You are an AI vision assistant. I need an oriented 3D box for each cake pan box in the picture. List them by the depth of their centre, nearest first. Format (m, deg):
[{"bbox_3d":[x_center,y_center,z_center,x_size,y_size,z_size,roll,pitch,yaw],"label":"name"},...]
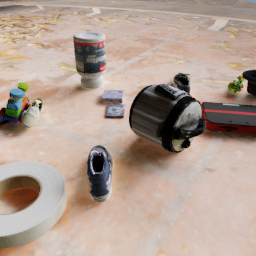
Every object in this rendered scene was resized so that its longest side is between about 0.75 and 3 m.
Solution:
[{"bbox_3d":[-0.738,-1.553,13.629,1.062,0.278,0.978,1,31,2],"label":"cake pan box"}]

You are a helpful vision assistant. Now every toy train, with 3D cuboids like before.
[{"bbox_3d":[-4.615,-1.396,12.151,1.011,1.382,2.388,19,32,-10],"label":"toy train"}]

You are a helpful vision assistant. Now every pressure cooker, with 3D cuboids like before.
[{"bbox_3d":[1.528,-0.290,10.037,2.427,2.168,2.135,27,71,35],"label":"pressure cooker"}]

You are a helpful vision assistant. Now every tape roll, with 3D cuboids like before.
[{"bbox_3d":[-3.183,2.015,7.904,2.871,0.525,2.871,0,34,0],"label":"tape roll"}]

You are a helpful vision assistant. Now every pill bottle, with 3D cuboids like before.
[{"bbox_3d":[-1.902,-3.445,14.351,1.575,2.634,1.575,0,33,0],"label":"pill bottle"}]

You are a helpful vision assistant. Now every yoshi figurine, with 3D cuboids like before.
[{"bbox_3d":[5.523,-2.281,14.434,0.730,0.733,1.304,1,32,31],"label":"yoshi figurine"}]

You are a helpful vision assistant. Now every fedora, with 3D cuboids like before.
[{"bbox_3d":[6.598,-2.132,13.823,2.167,0.989,2.167,5,31,-3],"label":"fedora"}]

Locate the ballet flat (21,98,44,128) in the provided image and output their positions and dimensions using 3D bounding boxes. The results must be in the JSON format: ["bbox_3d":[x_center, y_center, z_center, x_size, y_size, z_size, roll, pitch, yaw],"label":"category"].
[{"bbox_3d":[-3.956,-0.731,11.785,0.687,0.687,1.979,-2,29,-3],"label":"ballet flat"}]

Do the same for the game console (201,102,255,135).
[{"bbox_3d":[4.511,-0.463,11.929,2.642,0.410,2.337,5,28,7],"label":"game console"}]

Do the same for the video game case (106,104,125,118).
[{"bbox_3d":[-0.539,-0.779,12.595,0.788,0.105,1.103,2,32,3],"label":"video game case"}]

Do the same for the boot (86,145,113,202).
[{"bbox_3d":[-0.873,1.049,8.845,0.898,1.116,2.470,-5,33,-7],"label":"boot"}]

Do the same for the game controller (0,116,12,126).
[{"bbox_3d":[-5.215,-0.404,11.869,1.248,0.263,0.651,-26,41,-33],"label":"game controller"}]

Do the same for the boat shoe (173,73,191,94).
[{"bbox_3d":[2.784,-2.419,14.424,0.909,0.840,2.461,4,33,6],"label":"boat shoe"}]
